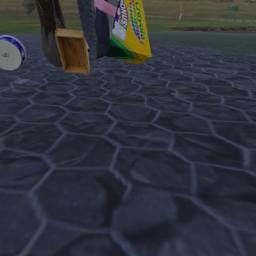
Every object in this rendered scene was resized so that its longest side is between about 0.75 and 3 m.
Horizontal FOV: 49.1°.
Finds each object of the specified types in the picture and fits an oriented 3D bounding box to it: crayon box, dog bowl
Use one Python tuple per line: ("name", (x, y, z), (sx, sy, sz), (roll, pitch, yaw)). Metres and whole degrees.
("crayon box", (-0.424, -3.777, 9.747), (2.332, 2.703, 0.788), (3, -16, -40))
("dog bowl", (-3.585, -2.234, 8.362), (0.966, 0.966, 0.380), (1, 36, 3))

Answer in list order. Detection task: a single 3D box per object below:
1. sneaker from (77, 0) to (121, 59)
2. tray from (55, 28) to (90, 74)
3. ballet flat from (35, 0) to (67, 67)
("sneaker", (-0.108, -1.041, 2.007), (0.494, 1.204, 0.422), (-18, 56, -18))
("tray", (-1.410, -1.970, 7.319), (0.704, 1.428, 0.264), (4, 63, -1))
("ballet flat", (-2.241, -3.156, 8.203), (0.924, 2.744, 0.636), (-5, 33, 7))
